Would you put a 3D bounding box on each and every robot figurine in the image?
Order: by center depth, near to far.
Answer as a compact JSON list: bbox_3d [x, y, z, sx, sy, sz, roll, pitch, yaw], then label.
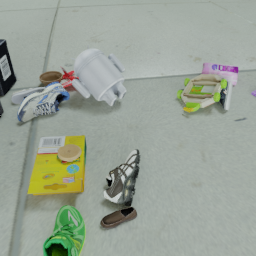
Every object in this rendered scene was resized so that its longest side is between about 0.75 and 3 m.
[{"bbox_3d":[-1.245,-2.252,11.984,2.308,1.537,2.722,-38,86,-19],"label":"robot figurine"}]

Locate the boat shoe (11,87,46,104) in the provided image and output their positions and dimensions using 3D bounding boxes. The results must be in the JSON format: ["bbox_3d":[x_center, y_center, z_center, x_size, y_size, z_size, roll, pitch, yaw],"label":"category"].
[{"bbox_3d":[-4.288,-1.552,12.514,1.768,0.627,0.617,-15,43,-8],"label":"boat shoe"}]

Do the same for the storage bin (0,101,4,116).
[{"bbox_3d":[-6.130,-0.915,11.104,1.911,1.292,0.896,7,39,9],"label":"storage bin"}]

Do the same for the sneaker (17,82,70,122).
[{"bbox_3d":[-3.401,-0.990,11.517,1.041,0.941,2.443,35,58,16],"label":"sneaker"}]

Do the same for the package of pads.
[{"bbox_3d":[4.536,-2.703,13.893,1.761,0.666,1.061,10,42,13],"label":"package of pads"}]

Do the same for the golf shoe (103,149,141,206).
[{"bbox_3d":[-0.158,1.370,8.606,0.987,0.812,2.089,7,38,9],"label":"golf shoe"}]

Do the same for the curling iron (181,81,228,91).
[{"bbox_3d":[3.509,-1.891,13.001,2.334,0.579,0.298,-9,30,3],"label":"curling iron"}]

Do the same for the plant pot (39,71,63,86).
[{"bbox_3d":[-3.672,-2.286,13.491,1.097,0.507,1.097,-1,38,0],"label":"plant pot"}]

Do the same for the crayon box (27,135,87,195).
[{"bbox_3d":[-2.156,1.250,8.884,1.564,0.626,2.464,-2,37,-3],"label":"crayon box"}]

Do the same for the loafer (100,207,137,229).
[{"bbox_3d":[-0.258,2.384,7.645,1.072,0.380,0.391,-17,41,-20],"label":"loafer"}]

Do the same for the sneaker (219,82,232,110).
[{"bbox_3d":[4.163,-1.389,12.252,0.663,0.655,1.670,3,42,22],"label":"sneaker"}]

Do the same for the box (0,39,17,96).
[{"bbox_3d":[-6.999,-2.807,12.789,2.953,2.185,1.540,4,38,4],"label":"box"}]

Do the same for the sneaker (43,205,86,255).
[{"bbox_3d":[-1.503,2.759,6.701,0.848,0.957,2.289,-3,38,-2],"label":"sneaker"}]

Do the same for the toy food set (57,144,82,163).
[{"bbox_3d":[-1.847,0.798,8.810,0.771,0.187,0.763,-4,38,-6],"label":"toy food set"}]

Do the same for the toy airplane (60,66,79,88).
[{"bbox_3d":[-2.730,-2.399,13.672,2.487,0.457,2.487,-4,42,4],"label":"toy airplane"}]

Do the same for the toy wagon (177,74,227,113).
[{"bbox_3d":[3.074,-1.464,12.118,1.866,0.476,2.406,10,54,38],"label":"toy wagon"}]

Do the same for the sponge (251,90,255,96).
[{"bbox_3d":[6.183,-1.474,12.748,0.542,0.145,0.971,-24,45,-27],"label":"sponge"}]
